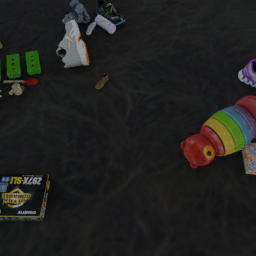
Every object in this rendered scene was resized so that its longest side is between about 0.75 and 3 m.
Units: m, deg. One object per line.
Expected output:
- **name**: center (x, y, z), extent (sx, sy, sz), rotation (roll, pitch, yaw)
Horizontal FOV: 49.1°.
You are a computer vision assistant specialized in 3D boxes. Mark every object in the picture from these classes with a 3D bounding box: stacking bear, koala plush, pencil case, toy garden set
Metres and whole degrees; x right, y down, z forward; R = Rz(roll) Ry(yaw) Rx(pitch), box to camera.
- **stacking bear**: center (2.916, 0.260, 8.765), extent (2.600, 1.579, 1.478), rotation (-30, 19, -9)
- **koala plush**: center (-2.466, -5.094, 12.961), extent (1.179, 1.084, 1.046), rotation (-37, 50, 0)
- **pencil case**: center (-1.046, -4.777, 12.908), extent (1.088, 0.494, 0.452), rotation (42, 94, 27)
- **toy garden set**: center (-4.716, -1.866, 10.814), extent (2.719, 0.543, 2.266), rotation (-13, 54, -10)

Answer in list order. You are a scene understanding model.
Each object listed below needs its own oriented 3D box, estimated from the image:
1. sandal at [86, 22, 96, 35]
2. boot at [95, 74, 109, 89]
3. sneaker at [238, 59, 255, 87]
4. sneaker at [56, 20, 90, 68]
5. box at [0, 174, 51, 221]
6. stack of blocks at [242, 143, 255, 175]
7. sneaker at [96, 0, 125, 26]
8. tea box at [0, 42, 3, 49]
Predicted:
- **sandal**: center (-1.703, -4.566, 12.933), extent (0.316, 0.191, 0.778), rotation (15, 68, 29)
- **boot**: center (-1.030, -1.824, 10.902), extent (0.281, 0.288, 0.763), rotation (27, 60, 15)
- **sneaker**: center (5.266, -1.822, 10.480), extent (2.215, 0.979, 0.891), rotation (39, 62, 23)
- **sneaker**: center (-2.485, -3.567, 11.763), extent (1.207, 0.993, 2.624), rotation (-17, 55, -7)
- **box**: center (-3.175, 1.987, 8.117), extent (1.626, 0.401, 1.299), rotation (1, 53, 1)
- **stack of blocks**: center (4.008, 0.966, 8.898), extent (0.582, 0.296, 1.010), rotation (5, 55, 3)
- **sneaker**: center (-0.890, -5.450, 13.171), extent (0.681, 0.796, 1.920), rotation (-34, 61, -20)
- **tea box**: center (-6.005, -3.778, 11.933), extent (0.882, 0.868, 0.590), rotation (27, 59, 18)
